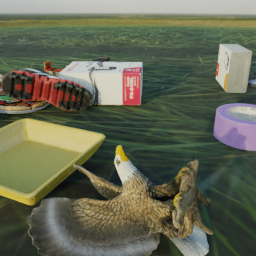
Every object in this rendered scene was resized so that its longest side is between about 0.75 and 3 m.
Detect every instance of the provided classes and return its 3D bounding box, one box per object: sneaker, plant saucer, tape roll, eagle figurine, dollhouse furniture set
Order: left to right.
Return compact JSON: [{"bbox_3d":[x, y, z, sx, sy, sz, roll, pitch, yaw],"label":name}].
[{"bbox_3d":[-1.986,0.617,5.574,2.363,0.572,2.363,11,27,23],"label":"plant saucer"},{"bbox_3d":[-2.397,-1.239,8.657,2.689,0.950,1.314,11,22,-19],"label":"sneaker"},{"bbox_3d":[-3.107,-2.573,12.578,1.353,0.705,1.368,11,26,22],"label":"dollhouse furniture set"},{"bbox_3d":[-0.031,1.061,4.006,2.196,1.657,1.666,-21,-31,27],"label":"eagle figurine"},{"bbox_3d":[2.973,-0.068,7.011,1.543,0.656,1.543,-1,23,0],"label":"tape roll"}]

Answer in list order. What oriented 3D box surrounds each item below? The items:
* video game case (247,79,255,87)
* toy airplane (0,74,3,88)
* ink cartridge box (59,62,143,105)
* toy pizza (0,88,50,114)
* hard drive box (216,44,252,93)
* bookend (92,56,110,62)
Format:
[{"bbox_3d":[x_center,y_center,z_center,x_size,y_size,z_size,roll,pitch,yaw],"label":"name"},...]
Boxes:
[{"bbox_3d":[5.646,-1.892,11.780,1.297,0.123,0.926,-12,27,-23],"label":"video game case"},{"bbox_3d":[-4.512,-1.621,10.261,1.075,0.762,1.080,19,30,-39],"label":"toy airplane"},{"bbox_3d":[-0.865,-1.629,9.906,2.717,1.133,1.973,2,24,3],"label":"ink cartridge box"},{"bbox_3d":[-3.731,-1.027,9.133,2.308,0.366,2.308,8,22,-3],"label":"toy pizza"},{"bbox_3d":[4.184,-2.443,11.237,0.771,1.564,2.007,2,23,5],"label":"hard drive box"},{"bbox_3d":[-1.264,-2.265,11.384,0.517,1.122,1.115,16,28,32],"label":"bookend"}]
